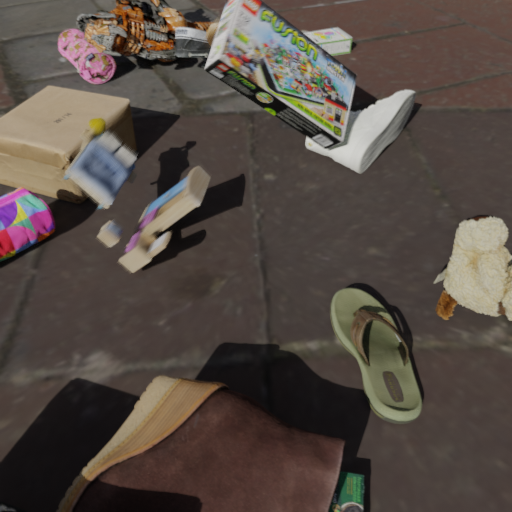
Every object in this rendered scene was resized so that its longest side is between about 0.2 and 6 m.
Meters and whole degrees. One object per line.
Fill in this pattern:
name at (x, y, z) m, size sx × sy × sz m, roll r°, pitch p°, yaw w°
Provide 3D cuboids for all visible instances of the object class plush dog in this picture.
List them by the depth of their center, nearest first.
plush dog at (3.212, 0.421, 7.178) m, size 1.415 × 1.647 × 1.321 m, roll 23°, pitch 79°, yaw 37°

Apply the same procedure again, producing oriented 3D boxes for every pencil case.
pencil case at (-4.012, -0.243, 8.103) m, size 0.933 × 0.933 × 2.112 m, roll 29°, pitch 48°, yaw 29°
pencil case at (-4.077, -4.778, 13.362) m, size 0.829 × 0.793 × 1.916 m, roll 14°, pitch 25°, yaw -45°

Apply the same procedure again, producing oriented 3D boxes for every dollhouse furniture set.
dollhouse furniture set at (-1.825, -1.105, 8.067) m, size 1.191 × 1.825 × 1.723 m, roll -33°, pitch 26°, yaw 28°

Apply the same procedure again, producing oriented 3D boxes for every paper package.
paper package at (-3.468, -2.057, 10.041) m, size 1.962 × 1.065 × 2.058 m, roll 15°, pitch 44°, yaw 16°

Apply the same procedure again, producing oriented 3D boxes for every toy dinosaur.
toy dinosaur at (-2.613, -5.550, 13.756) m, size 2.791 × 2.101 × 4.113 m, roll 47°, pitch 19°, yaw 20°

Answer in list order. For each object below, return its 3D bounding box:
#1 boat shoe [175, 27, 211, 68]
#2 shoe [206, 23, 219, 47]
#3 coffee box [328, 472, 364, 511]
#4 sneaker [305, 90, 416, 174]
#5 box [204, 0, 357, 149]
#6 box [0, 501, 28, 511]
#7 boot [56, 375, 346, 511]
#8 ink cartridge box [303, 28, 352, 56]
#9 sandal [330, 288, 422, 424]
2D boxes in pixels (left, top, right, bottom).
boat shoe at (-1.021, -4.922, 13.504) m, size 0.838 × 0.775 × 2.270 m, roll 16°, pitch 18°, yaw 33°
shoe at (-0.055, -3.778, 10.137) m, size 1.922 × 0.672 × 0.513 m, roll 13°, pitch 72°, yaw -35°
coffee box at (0.500, 2.446, 5.543) m, size 1.105 × 0.243 × 0.679 m, roll 7°, pitch 42°, yaw 7°
sneaker at (1.978, -2.667, 10.812) m, size 1.473 × 0.939 × 2.549 m, roll 27°, pitch 51°, yaw 24°
box at (0.494, -3.023, 9.243) m, size 2.618 × 0.455 × 1.441 m, roll 25°, pitch 69°, yaw -31°
box at (-2.244, 2.910, 4.115) m, size 2.489 × 0.614 × 1.987 m, roll 13°, pitch 71°, yaw 14°
boot at (-0.530, 2.354, 4.952) m, size 2.107 × 0.916 × 2.532 m, roll 18°, pitch 56°, yaw 19°
ink cartridge box at (1.640, -5.428, 14.352) m, size 1.448 × 0.429 × 0.752 m, roll -15°, pitch 44°, yaw -17°
sandal at (1.514, 1.080, 6.850) m, size 0.789 × 0.567 × 1.987 m, roll -9°, pitch 42°, yaw -10°
